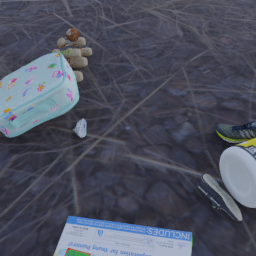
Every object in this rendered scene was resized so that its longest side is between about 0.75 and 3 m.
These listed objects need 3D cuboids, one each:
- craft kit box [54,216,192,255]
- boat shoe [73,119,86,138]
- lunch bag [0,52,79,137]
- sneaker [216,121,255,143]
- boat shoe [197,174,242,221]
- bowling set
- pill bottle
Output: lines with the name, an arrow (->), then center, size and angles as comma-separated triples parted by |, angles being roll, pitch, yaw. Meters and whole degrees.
craft kit box -> -0.246, 2.949, 4.860 | 2.586, 0.627, 2.554 | 3, 42, 15
boat shoe -> -1.431, 0.042, 8.137 | 0.348, 0.302, 0.817 | -24, 35, 12
lunch bag -> -2.756, -0.922, 8.133 | 2.611, 1.006, 2.094 | -27, 47, 5
sneaker -> 3.324, 0.064, 7.871 | 1.639, 0.664, 0.606 | 9, 46, 8
boat shoe -> 2.101, 1.660, 6.496 | 1.253, 0.393, 0.455 | 51, 26, 17
bowling set -> -2.206, -2.825, 10.107 | 1.259, 1.632, 2.345 | -1, 41, 8
pill bottle -> 3.603, 0.791, 6.615 | 2.552, 1.429, 1.429 | -17, 48, -16
